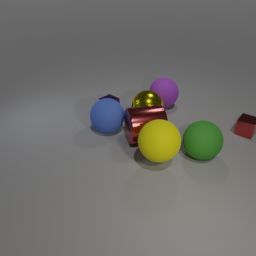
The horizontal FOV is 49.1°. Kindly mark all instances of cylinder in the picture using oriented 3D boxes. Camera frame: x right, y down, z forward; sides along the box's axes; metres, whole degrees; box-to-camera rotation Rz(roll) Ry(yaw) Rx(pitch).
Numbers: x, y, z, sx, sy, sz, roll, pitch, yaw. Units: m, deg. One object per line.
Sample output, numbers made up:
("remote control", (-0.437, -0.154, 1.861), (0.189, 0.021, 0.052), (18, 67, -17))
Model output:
("cylinder", (0.670, -0.146, 10.797), (1.400, 1.400, 1.400), (-7, 32, -10))

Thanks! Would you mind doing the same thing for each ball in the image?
("ball", (2.643, 0.434, 9.902), (1.400, 1.400, 1.400), (0, 32, 0))
("ball", (0.843, -0.937, 12.073), (1.400, 1.400, 1.400), (0, 32, 0))
("ball", (1.683, -1.669, 13.192), (1.400, 1.400, 1.400), (0, 32, 0))
("ball", (1.025, 0.420, 9.182), (1.400, 1.400, 1.400), (0, 32, 0))
("ball", (-0.837, -0.504, 11.338), (1.400, 1.400, 1.400), (0, 32, 0))

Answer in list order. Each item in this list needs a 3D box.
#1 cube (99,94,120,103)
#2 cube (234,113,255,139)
("cube", (-0.861, -1.059, 12.960), (0.700, 0.700, 0.700), (27, 41, 36))
("cube", (4.832, -0.084, 11.386), (0.700, 0.700, 0.700), (22, 38, 31))
